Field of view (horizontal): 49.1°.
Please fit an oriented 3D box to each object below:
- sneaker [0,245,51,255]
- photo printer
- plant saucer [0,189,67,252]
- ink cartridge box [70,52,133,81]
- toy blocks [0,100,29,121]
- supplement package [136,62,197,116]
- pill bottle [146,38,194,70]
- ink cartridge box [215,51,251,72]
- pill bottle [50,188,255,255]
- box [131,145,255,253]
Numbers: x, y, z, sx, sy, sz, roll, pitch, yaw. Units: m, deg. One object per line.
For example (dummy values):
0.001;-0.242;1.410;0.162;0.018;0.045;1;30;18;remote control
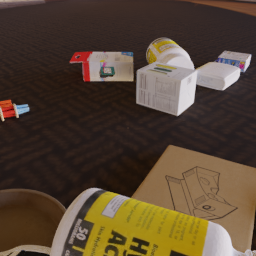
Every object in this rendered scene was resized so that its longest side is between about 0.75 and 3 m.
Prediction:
-1.876;2.322;4.132;1.622;0.593;0.907;-7;32;3;sneaker
3.871;-2.319;12.147;1.564;0.653;1.880;23;38;34;photo printer
-2.309;2.109;4.804;2.743;0.404;2.743;0;29;0;plant saucer
-1.131;-2.821;12.740;2.737;0.920;1.590;0;30;0;ink cartridge box
-4.127;-0.660;9.465;1.366;0.496;1.139;-15;34;-24;toy blocks
1.361;-1.459;10.031;1.720;1.296;1.305;20;36;30;supplement package
1.784;-2.839;12.126;1.560;1.560;2.730;-4;31;-6;pill bottle
5.130;-3.344;13.920;1.595;0.609;1.088;19;39;27;ink cartridge box
0.498;1.942;3.906;2.841;1.581;1.581;11;32;18;pill bottle
1.483;1.462;6.008;2.365;0.308;2.893;15;33;23;box
